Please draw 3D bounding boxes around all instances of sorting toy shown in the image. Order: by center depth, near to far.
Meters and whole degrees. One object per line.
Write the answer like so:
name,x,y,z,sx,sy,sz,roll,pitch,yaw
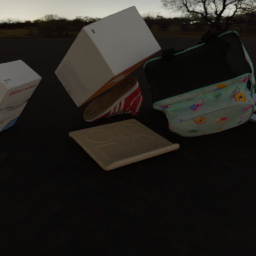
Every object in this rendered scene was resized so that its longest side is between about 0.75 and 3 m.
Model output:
sorting toy,-0.140,0.343,6.403,1.840,0.363,1.988,-13,26,-31

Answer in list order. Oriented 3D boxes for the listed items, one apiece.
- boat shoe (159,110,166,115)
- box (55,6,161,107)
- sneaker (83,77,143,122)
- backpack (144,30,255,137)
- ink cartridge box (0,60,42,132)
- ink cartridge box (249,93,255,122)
boat shoe,1.184,-0.774,8.774,0.591,0.642,1.797,15,18,-28
box,-0.750,-2.014,8.485,1.846,1.446,2.967,-36,6,-29
sneaker,-0.366,-0.612,8.578,1.939,1.090,0.691,-36,50,-4
backpack,1.895,-0.867,6.753,2.272,1.981,2.584,-20,-10,24
ink cartridge box,-3.188,-0.710,7.036,0.776,1.843,1.333,41,27,-1
ink cartridge box,4.387,-0.517,7.492,2.914,0.631,2.861,-20,18,-5
